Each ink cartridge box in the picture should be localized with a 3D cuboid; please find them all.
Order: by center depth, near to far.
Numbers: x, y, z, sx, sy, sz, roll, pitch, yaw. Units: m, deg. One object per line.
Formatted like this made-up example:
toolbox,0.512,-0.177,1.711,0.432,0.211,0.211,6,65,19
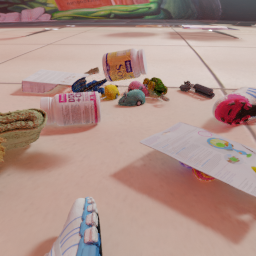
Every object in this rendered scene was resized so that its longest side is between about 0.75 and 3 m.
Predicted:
ink cartridge box,-2.909,-1.873,11.518,2.239,0.639,1.820,10,26,4

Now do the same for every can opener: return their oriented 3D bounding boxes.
can opener,2.620,-1.433,10.818,0.511,0.408,1.529,-43,39,-9

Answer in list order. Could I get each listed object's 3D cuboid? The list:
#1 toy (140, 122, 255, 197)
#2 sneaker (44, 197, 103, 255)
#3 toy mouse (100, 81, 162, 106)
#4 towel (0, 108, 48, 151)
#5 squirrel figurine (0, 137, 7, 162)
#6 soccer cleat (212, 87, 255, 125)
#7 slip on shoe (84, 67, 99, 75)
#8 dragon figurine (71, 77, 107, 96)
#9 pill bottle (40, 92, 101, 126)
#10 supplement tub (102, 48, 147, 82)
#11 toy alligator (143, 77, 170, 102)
toy,1.779,0.731,5.811,2.783,0.657,1.603,20,30,39
sneaker,-0.853,1.794,3.298,1.132,0.979,2.613,-6,26,-1
toy mouse,0.189,-1.327,10.309,2.243,0.488,2.524,11,28,22
towel,-3.156,0.249,5.946,2.706,0.494,2.008,-13,-10,-26
squirrel figurine,-3.115,0.619,4.516,1.477,1.949,2.088,16,30,30
soccer cleat,3.392,-0.756,8.546,2.663,0.930,1.150,-5,39,-29
slip on shoe,-1.764,-2.746,13.547,0.896,0.271,0.340,-20,32,-36
dragon figurine,-1.333,-1.188,8.908,2.282,0.672,1.135,-35,-8,21
pill bottle,-1.647,-0.546,8.155,1.648,0.934,0.934,-5,26,-9
supplement tub,-0.065,-1.499,6.664,0.969,0.704,0.704,-7,24,13
toy alligator,1.167,-1.543,10.495,0.727,0.527,2.194,14,19,-23
